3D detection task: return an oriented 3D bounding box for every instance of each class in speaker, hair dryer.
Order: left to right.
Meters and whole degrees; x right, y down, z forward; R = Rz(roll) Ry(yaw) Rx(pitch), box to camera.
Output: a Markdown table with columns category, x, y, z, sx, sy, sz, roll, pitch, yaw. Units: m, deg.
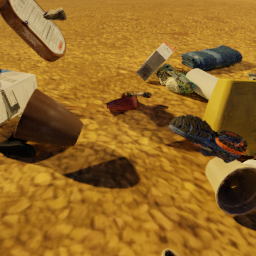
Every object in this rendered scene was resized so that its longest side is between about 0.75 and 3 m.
| category | x | y | z | sx | sy | sz | roll | pitch | yaw |
| --- | --- | --- | --- | --- | --- | --- | --- | --- | --- |
| hair dryer | -0.083 | -0.978 | 10.358 | 1.732 | 0.470 | 1.319 | -22 | 19 | -39 |
| speaker | 3.141 | -1.537 | 10.669 | 0.895 | 0.895 | 2.203 | -13 | 33 | -21 |

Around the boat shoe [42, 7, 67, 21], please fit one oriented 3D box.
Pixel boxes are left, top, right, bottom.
| category | x | y | z | sx | sy | sz | roll | pitch | yaw |
| --- | --- | --- | --- | --- | --- | --- | --- | --- | --- |
| boat shoe | -2.367 | -3.574 | 8.977 | 0.417 | 0.356 | 1.248 | -47 | 37 | -19 |

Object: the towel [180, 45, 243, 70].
| category | x | y | z | sx | sy | sz | roll | pitch | yaw |
| --- | --- | --- | --- | --- | --- | --- | --- | --- | --- |
| towel | 4.307 | -3.614 | 14.368 | 2.927 | 0.710 | 1.634 | -14 | 34 | -23 |

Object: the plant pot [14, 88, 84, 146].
| category | x | y | z | sx | sy | sz | roll | pitch | yaw |
| --- | --- | --- | --- | --- | --- | --- | --- | --- | --- |
| plant pot | -2.100 | -0.112 | 7.807 | 1.566 | 1.464 | 1.464 | 24 | 27 | -15 |

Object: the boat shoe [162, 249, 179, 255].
| category | x | y | z | sx | sy | sz | roll | pitch | yaw |
| --- | --- | --- | --- | --- | --- | --- | --- | --- | --- |
| boat shoe | 0.985 | 2.514 | 4.210 | 0.554 | 0.499 | 1.536 | -16 | 34 | -25 |

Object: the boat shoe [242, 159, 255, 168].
| category | x | y | z | sx | sy | sz | roll | pitch | yaw |
| --- | --- | --- | --- | --- | --- | --- | --- | --- | --- |
| boat shoe | 3.680 | 1.413 | 5.740 | 0.940 | 0.992 | 2.837 | -18 | 28 | -25 |

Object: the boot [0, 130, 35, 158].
| category | x | y | z | sx | sy | sz | roll | pitch | yaw |
| --- | --- | --- | --- | --- | --- | --- | --- | --- | --- |
| boot | -2.941 | 0.364 | 7.899 | 1.139 | 0.435 | 0.957 | 3 | 34 | 17 |

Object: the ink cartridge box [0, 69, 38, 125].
| category | x | y | z | sx | sy | sz | roll | pitch | yaw |
| --- | --- | --- | --- | --- | --- | --- | --- | --- | --- |
| ink cartridge box | -4.717 | -1.005 | 9.514 | 1.964 | 1.144 | 2.717 | 13 | 33 | 20 |

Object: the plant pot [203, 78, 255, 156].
| category | x | y | z | sx | sy | sz | roll | pitch | yaw |
| --- | --- | --- | --- | --- | --- | --- | --- | --- | --- |
| plant pot | 3.062 | -0.391 | 7.363 | 1.985 | 1.751 | 1.985 | 3 | 11 | 7 |

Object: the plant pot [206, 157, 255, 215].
| category | x | y | z | sx | sy | sz | roll | pitch | yaw |
| --- | --- | --- | --- | --- | --- | --- | --- | --- | --- |
| plant pot | 2.248 | 1.123 | 6.137 | 1.133 | 1.133 | 1.037 | -4 | 20 | -7 |

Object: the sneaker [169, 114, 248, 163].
| category | x | y | z | sx | sy | sz | roll | pitch | yaw |
| --- | --- | --- | --- | --- | --- | --- | --- | --- | --- |
| sneaker | 1.435 | 0.250 | 5.313 | 1.484 | 0.582 | 0.559 | 27 | 45 | 16 |

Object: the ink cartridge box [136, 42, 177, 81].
| category | x | y | z | sx | sy | sz | roll | pitch | yaw |
| --- | --- | --- | --- | --- | --- | --- | --- | --- | --- |
| ink cartridge box | 1.366 | -3.216 | 12.963 | 0.650 | 1.407 | 2.582 | 43 | 35 | -6 |

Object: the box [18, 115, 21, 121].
| category | x | y | z | sx | sy | sz | roll | pitch | yaw |
| --- | --- | --- | --- | --- | --- | --- | --- | --- | --- |
| box | -2.936 | -0.292 | 9.042 | 0.856 | 0.414 | 0.753 | 10 | 32 | 14 |

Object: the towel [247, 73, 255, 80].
| category | x | y | z | sx | sy | sz | roll | pitch | yaw |
| --- | --- | --- | --- | --- | --- | --- | --- | --- | --- |
| towel | 5.369 | -1.980 | 11.197 | 1.027 | 0.177 | 0.988 | 7 | 25 | 6 |

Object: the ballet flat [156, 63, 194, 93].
| category | x | y | z | sx | sy | sz | roll | pitch | yaw |
| --- | --- | --- | --- | --- | --- | --- | --- | --- | --- |
| ballet flat | 1.840 | -1.925 | 11.599 | 0.927 | 0.927 | 2.497 | -8 | 29 | -12 |

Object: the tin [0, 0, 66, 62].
| category | x | y | z | sx | sy | sz | roll | pitch | yaw |
| --- | --- | --- | --- | --- | --- | --- | --- | --- | --- |
| tin | -3.271 | -3.605 | 9.883 | 0.601 | 2.868 | 1.606 | -16 | 49 | 28 |
